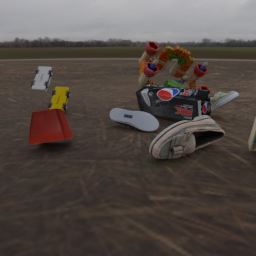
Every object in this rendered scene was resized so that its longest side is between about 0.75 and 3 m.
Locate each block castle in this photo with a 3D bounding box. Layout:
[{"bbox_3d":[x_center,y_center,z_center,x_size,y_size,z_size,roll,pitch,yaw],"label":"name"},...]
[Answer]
[{"bbox_3d":[1.755,-2.064,10.388,2.670,1.252,1.784,20,49,-16],"label":"block castle"}]

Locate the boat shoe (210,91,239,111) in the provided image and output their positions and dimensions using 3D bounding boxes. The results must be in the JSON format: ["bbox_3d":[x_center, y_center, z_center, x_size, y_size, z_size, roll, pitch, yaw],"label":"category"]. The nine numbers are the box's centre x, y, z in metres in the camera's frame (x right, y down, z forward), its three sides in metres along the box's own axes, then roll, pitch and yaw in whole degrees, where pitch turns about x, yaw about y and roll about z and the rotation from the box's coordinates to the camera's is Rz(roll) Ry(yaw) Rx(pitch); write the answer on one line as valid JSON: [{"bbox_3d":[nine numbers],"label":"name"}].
[{"bbox_3d":[2.916,-0.903,8.936,0.524,0.452,1.456,-24,-5,-22],"label":"boat shoe"}]

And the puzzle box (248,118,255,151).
[{"bbox_3d":[3.664,0.082,5.586,2.178,1.449,0.277,0,60,16],"label":"puzzle box"}]

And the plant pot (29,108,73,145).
[{"bbox_3d":[-1.825,-0.057,6.561,0.834,0.736,0.835,-9,2,2],"label":"plant pot"}]

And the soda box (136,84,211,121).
[{"bbox_3d":[1.384,-0.817,8.842,2.332,0.825,0.739,14,38,41],"label":"soda box"}]

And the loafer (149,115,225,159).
[{"bbox_3d":[1.369,0.230,6.129,2.022,0.727,0.636,-21,44,-36],"label":"loafer"}]

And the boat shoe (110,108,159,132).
[{"bbox_3d":[0.197,-0.230,8.067,1.496,0.514,0.424,17,-11,18],"label":"boat shoe"}]

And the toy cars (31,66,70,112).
[{"bbox_3d":[-2.806,-1.315,10.259,1.095,0.541,2.443,-31,62,-20],"label":"toy cars"}]
